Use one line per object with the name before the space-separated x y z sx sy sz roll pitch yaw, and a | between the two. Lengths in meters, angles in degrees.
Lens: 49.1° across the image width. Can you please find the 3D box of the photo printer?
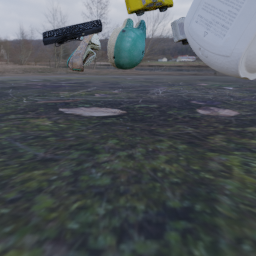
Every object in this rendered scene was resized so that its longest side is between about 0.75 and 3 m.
photo printer | 2.266 -2.467 5.258 0.988 2.846 2.368 9 32 -27

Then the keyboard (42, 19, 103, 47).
keyboard | -1.600 -2.824 8.040 1.777 0.352 0.925 -16 51 -4

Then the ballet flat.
ballet flat | -1.463 -2.936 10.436 0.750 2.231 0.759 19 -23 9

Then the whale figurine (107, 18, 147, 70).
whale figurine | 0.182 -2.477 8.238 0.968 1.484 1.865 21 49 22

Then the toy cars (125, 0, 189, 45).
toy cars | 1.273 -3.163 7.606 2.860 1.282 0.633 28 -6 -9
